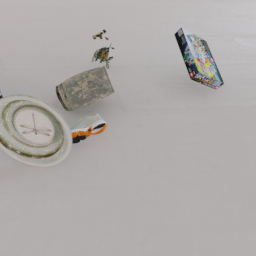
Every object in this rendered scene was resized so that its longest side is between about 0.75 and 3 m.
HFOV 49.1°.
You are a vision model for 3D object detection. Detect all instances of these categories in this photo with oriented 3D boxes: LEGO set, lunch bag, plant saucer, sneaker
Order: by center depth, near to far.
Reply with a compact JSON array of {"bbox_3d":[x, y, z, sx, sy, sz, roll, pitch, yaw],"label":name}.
[{"bbox_3d":[-2.307,0.021,6.846,2.059,2.059,0.517,5,35,6],"label":"plant saucer"},{"bbox_3d":[-1.312,-0.016,7.996,1.340,0.507,0.616,-18,52,-22],"label":"sneaker"},{"bbox_3d":[-1.458,-1.213,8.979,1.455,1.043,1.775,-26,14,-18],"label":"lunch bag"},{"bbox_3d":[-1.019,-3.035,10.806,1.057,1.627,0.461,-27,49,-34],"label":"LEGO set"}]

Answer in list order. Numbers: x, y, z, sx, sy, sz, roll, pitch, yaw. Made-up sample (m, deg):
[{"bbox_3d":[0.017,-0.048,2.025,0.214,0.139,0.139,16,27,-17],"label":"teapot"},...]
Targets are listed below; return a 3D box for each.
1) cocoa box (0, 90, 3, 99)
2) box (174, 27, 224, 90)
[{"bbox_3d":[-5.409,-1.092,8.316,2.815,1.847,1.878,-23,45,-26],"label":"cocoa box"},{"bbox_3d":[2.443,-2.389,9.657,1.393,0.384,2.040,12,54,-37],"label":"box"}]
